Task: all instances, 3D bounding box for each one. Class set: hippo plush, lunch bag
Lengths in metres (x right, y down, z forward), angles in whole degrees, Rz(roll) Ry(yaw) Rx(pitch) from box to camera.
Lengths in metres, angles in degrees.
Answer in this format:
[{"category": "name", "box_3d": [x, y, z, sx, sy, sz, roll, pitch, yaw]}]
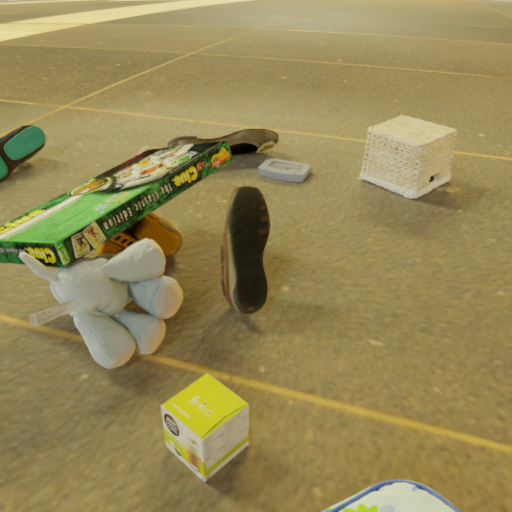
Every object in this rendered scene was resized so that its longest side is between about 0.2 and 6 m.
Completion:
[{"category": "hippo plush", "box_3d": [-2.508, 0.735, 8.830, 2.333, 1.858, 1.876, -9, 3, -31]}, {"category": "lunch bag", "box_3d": [0.841, 3.250, 4.496, 3.010, 1.241, 2.419, -17, 22, -24]}]

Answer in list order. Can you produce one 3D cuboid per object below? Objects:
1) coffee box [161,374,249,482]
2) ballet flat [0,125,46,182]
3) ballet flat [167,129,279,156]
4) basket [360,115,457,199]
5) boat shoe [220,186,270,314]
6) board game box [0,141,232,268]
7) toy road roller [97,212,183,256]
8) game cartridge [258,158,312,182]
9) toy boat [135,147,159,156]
[{"category": "coffee box", "box_3d": [-0.626, 2.115, 6.987, 0.781, 0.773, 0.782, 27, 41, 36]}, {"category": "ballet flat", "box_3d": [-6.597, -2.451, 14.251, 1.040, 1.040, 2.847, 16, 41, 23]}, {"category": "ballet flat", "box_3d": [-0.828, -2.849, 14.999, 3.083, 1.039, 0.715, -9, 73, -18]}, {"category": "basket", "box_3d": [3.745, -2.462, 13.729, 1.695, 1.375, 1.710, -26, 42, -35]}, {"category": "boat shoe", "box_3d": [-0.300, -0.098, 9.445, 0.805, 2.127, 0.786, 4, -4, -32]}, {"category": "board game box", "box_3d": [-2.491, -1.046, 9.880, 2.235, 0.500, 4.265, 5, 32, 35]}, {"category": "toy road roller", "box_3d": [-2.378, -0.339, 10.862, 1.647, 1.202, 1.012, 28, 10, -25]}, {"category": "game cartridge", "box_3d": [0.728, -2.193, 14.375, 1.252, 0.256, 0.834, 13, 31, 20]}, {"category": "toy boat", "box_3d": [-2.594, -2.277, 14.076, 1.145, 0.748, 0.747, -7, 63, -55]}]
